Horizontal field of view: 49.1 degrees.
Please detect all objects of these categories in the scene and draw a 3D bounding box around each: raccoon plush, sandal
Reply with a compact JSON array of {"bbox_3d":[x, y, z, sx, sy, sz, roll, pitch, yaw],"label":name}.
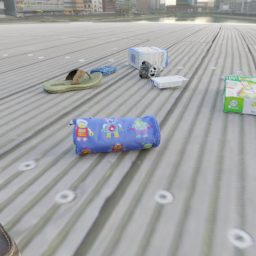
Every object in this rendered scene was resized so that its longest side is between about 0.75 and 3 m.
[{"bbox_3d":[1.210,-2.608,12.604,1.074,0.775,1.603,19,30,20],"label":"raccoon plush"},{"bbox_3d":[-2.100,-1.927,11.038,2.533,0.723,1.006,-17,30,-33],"label":"sandal"}]

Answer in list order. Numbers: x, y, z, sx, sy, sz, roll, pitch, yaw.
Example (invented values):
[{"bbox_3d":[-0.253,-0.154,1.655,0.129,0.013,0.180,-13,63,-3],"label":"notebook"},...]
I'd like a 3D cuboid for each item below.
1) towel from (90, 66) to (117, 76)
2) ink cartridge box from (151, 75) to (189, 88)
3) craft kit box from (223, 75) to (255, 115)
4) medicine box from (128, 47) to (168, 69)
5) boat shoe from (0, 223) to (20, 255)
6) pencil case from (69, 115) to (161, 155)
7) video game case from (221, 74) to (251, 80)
[{"bbox_3d":[-1.162,-2.717,13.261,0.713,0.310,1.278,15,29,30],"label":"towel"},{"bbox_3d":[1.676,-1.886,11.365,1.217,0.264,1.195,-6,19,-8],"label":"ink cartridge box"},{"bbox_3d":[4.639,-1.095,9.416,2.706,0.665,2.740,10,27,14],"label":"craft kit box"},{"bbox_3d":[1.027,-3.721,14.785,1.675,0.862,1.525,-10,27,-20],"label":"medicine box"},{"bbox_3d":[-2.583,1.206,3.852,2.787,1.022,1.038,15,29,30],"label":"boat shoe"},{"bbox_3d":[-0.285,0.115,6.447,2.040,0.796,0.886,-3,59,-9],"label":"pencil case"},{"bbox_3d":[4.892,-2.124,12.191,1.197,0.132,1.091,-9,26,-16],"label":"video game case"}]
